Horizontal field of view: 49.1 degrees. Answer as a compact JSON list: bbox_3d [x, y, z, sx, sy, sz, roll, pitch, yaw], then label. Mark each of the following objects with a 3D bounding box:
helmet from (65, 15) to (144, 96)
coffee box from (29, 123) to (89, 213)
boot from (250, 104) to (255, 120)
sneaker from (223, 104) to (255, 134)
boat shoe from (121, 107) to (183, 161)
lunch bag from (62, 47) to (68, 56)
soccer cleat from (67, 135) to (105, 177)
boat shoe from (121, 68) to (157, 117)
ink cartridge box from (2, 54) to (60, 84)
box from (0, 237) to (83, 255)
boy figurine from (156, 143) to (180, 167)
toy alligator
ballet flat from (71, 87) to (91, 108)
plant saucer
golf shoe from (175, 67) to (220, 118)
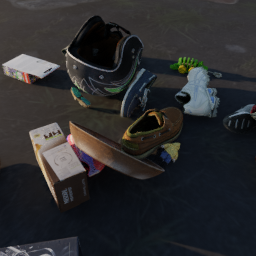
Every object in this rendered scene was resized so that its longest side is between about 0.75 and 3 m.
[{"bbox_3d":[-0.933,-2.484,10.506,2.784,2.784,2.654,34,91,34],"label":"helmet"},{"bbox_3d":[-1.870,0.995,7.553,0.841,1.206,2.109,-20,44,-22],"label":"coffee box"},{"bbox_3d":[4.747,-0.413,9.184,1.298,0.621,1.719,51,55,-6],"label":"boot"},{"bbox_3d":[4.055,-0.374,9.622,2.089,0.772,0.828,-12,32,-23],"label":"sneaker"},{"bbox_3d":[0.950,-0.065,8.857,1.071,1.012,2.977,25,42,26],"label":"boat shoe"},{"bbox_3d":[-2.628,-3.722,13.622,0.965,0.568,0.792,20,44,15],"label":"lunch bag"},{"bbox_3d":[-1.400,0.771,8.355,0.665,0.580,1.739,-37,54,-26],"label":"soccer cleat"},{"bbox_3d":[0.425,-1.254,10.409,0.728,0.881,2.354,21,52,10],"label":"boat shoe"},{"bbox_3d":[-4.162,-2.506,12.196,2.252,0.567,1.227,21,44,21],"label":"ink cartridge box"},{"bbox_3d":[-1.747,3.285,4.916,1.947,1.113,2.139,-7,40,-7],"label":"box"},{"bbox_3d":[1.252,0.727,8.500,0.621,0.322,0.999,47,49,0],"label":"boy figurine"},{"bbox_3d":[3.030,-2.750,12.415,2.329,0.632,0.691,13,42,15],"label":"toy alligator"},{"bbox_3d":[-1.820,-1.099,10.476,0.955,0.312,0.337,46,41,4],"label":"ballet flat"},{"bbox_3d":[-0.382,0.667,7.419,2.797,2.797,0.512,27,90,28],"label":"plant saucer"},{"bbox_3d":[2.419,-1.461,10.549,1.353,1.090,2.784,-3,37,0],"label":"golf shoe"}]
